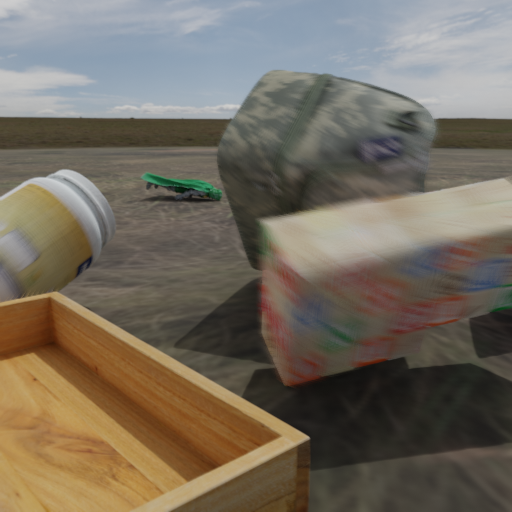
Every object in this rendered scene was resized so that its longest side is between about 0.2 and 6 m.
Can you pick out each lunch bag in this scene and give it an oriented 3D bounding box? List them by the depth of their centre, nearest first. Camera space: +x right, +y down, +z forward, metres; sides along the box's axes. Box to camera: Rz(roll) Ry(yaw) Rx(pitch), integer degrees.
[{"bbox_3d":[1.020,-0.854,7.160,2.290,2.730,1.902,13,57,21],"label":"lunch bag"}]

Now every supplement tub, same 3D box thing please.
[{"bbox_3d":[-2.600,-0.126,6.437,1.256,1.256,1.739,10,40,34],"label":"supplement tub"}]

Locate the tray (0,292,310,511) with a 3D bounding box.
[{"bbox_3d":[-1.502,1.089,3.839,1.730,0.650,3.508,-11,18,-40],"label":"tray"}]

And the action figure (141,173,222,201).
[{"bbox_3d":[-2.056,-1.972,16.401,2.310,0.632,1.364,13,16,19],"label":"action figure"}]

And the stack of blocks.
[{"bbox_3d":[1.239,0.216,4.935,2.309,1.329,0.676,-11,40,-13],"label":"stack of blocks"}]
